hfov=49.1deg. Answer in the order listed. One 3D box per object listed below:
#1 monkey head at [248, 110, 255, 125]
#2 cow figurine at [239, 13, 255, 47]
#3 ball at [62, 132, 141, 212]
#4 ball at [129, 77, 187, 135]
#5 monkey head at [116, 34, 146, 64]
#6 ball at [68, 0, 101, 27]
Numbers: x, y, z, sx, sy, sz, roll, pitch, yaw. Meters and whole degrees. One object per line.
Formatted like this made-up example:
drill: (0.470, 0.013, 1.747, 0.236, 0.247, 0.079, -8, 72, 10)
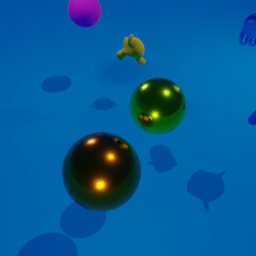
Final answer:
monkey head: (3.149, -0.285, 5.899, 0.855, 1.021, 1.419, 41, 20, 4)
cow figurine: (2.841, -2.225, 5.579, 0.658, 1.179, 1.199, -2, 18, -28)
ball: (-0.405, 0.668, 4.355, 1.220, 1.220, 1.220, 0, 47, 0)
ball: (0.505, -0.373, 4.764, 0.976, 0.976, 0.976, 0, 47, 0)
monkey head: (0.088, -2.272, 8.254, 0.769, 1.068, 0.644, -46, 47, -10)
ball: (-1.344, -3.648, 8.675, 1.001, 1.001, 1.001, 0, 47, 0)
